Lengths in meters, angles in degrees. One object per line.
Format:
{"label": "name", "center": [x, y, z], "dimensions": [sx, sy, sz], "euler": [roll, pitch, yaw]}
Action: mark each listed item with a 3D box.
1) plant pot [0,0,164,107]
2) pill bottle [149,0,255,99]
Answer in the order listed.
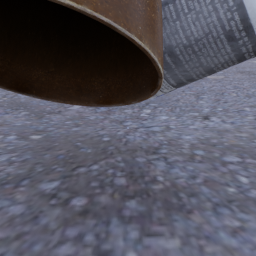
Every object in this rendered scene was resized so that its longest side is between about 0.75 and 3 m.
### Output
{"label": "plant pot", "center": [-0.542, -1.450, 2.392], "dimensions": [1.919, 2.053, 1.919], "euler": [8, -12, 2]}
{"label": "pill bottle", "center": [0.926, -1.241, 3.236], "dimensions": [2.133, 1.213, 1.213], "euler": [-20, 7, 29]}
